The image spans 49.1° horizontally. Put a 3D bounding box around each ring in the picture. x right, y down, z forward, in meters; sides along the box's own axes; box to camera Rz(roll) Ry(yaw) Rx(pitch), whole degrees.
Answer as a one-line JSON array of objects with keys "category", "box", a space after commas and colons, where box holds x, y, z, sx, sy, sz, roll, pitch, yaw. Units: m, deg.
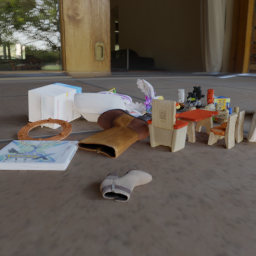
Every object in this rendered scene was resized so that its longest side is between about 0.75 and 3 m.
[{"category": "ring", "box": [-2.882, 0.055, 9.751, 1.840, 0.177, 1.840, -1, 28, 0]}]

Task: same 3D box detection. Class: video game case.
[{"category": "video game case", "box": [-2.576, 0.719, 7.876, 2.063, 0.227, 1.880, 0, 15, 1]}]

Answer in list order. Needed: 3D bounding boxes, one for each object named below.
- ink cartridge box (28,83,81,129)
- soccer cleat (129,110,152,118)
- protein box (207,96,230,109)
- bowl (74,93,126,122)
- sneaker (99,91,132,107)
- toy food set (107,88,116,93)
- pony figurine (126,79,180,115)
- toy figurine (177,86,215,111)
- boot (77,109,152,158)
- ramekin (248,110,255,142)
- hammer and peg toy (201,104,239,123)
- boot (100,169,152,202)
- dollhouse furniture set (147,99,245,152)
[{"category": "ink cartridge box", "box": [-3.042, -0.945, 11.502, 1.312, 1.346, 2.095, 15, 23, 21]}, {"category": "soccer cleat", "box": [0.531, -0.255, 11.267, 0.606, 0.565, 1.657, -38, 38, -20]}, {"category": "protein box", "box": [4.850, -1.354, 15.064, 0.889, 0.604, 0.896, -2, 15, -6]}, {"category": "bowl", "box": [-1.156, -0.748, 11.434, 1.988, 0.742, 1.985, 5, -14, 9]}, {"category": "sneaker", "box": [-1.010, -1.490, 15.242, 2.264, 0.821, 1.291, 3, 18, 13]}, {"category": "toy food set", "box": [-1.247, -2.278, 18.967, 0.996, 0.553, 1.693, -24, 12, 4]}, {"category": "pony figurine", "box": [1.111, -1.170, 12.871, 1.963, 1.693, 2.034, 33, 22, 35]}, {"category": "toy figurine", "box": [3.417, -1.378, 14.285, 1.686, 1.192, 1.713, -12, 20, -22]}, {"category": "boot", "box": [-0.683, 0.220, 9.296, 2.458, 0.894, 2.611, 17, 29, 30]}, {"category": "ramekin", "box": [4.434, -0.129, 9.135, 0.629, 1.351, 1.351, 16, 19, 16]}, {"category": "hammer and peg toy", "box": [3.889, -0.562, 12.004, 1.827, 0.644, 1.344, -14, 22, -43]}, {"category": "boot", "box": [-0.026, 1.219, 5.825, 1.108, 0.389, 0.810, -1, 21, 0]}, {"category": "dollhouse furniture set", "box": [1.992, -0.336, 9.333, 2.965, 1.528, 2.933, 12, 19, 39]}]
